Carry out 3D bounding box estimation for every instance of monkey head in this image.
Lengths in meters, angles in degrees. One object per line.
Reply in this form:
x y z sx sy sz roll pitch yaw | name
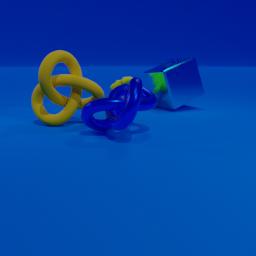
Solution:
0.000 -1.258 9.822 1.731 1.043 1.245 -18 3 -8 | monkey head

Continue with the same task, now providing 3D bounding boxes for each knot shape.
-1.753 -0.880 7.368 1.805 1.928 0.891 -41 31 7 | knot shape
-0.068 -0.574 6.469 1.831 0.846 1.713 -20 12 45 | knot shape

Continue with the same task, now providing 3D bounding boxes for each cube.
1.623 -1.592 9.953 1.368 1.368 1.368 -26 19 -20 | cube
